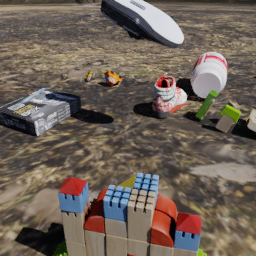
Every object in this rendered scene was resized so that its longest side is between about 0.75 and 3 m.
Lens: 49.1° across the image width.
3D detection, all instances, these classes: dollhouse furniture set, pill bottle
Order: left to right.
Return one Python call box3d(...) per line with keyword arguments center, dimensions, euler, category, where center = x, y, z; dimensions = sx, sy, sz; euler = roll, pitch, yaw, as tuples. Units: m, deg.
box3d(center=(3.440, -2.236, 11.900), dimensions=(1.438, 1.438, 2.562), euler=(9, 31, 16), category="pill bottle")
box3d(center=(3.664, -0.209, 9.420), dimensions=(2.578, 0.995, 1.289), euler=(31, 31, 13), category="dollhouse furniture set")

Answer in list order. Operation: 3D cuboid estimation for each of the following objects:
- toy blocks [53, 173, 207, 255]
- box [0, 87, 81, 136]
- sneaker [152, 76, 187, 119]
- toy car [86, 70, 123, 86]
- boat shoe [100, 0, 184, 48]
box3d(center=(0.066, 1.612, 4.631), dimensions=(2.832, 1.936, 1.415), euler=(7, 30, 11), category="toy blocks")
box3d(center=(-3.117, -0.679, 10.013), dimensions=(1.850, 0.584, 2.345), euler=(16, 33, 25), category="box")
box3d(center=(1.673, -1.399, 10.562), dimensions=(0.812, 1.304, 2.433), euler=(17, 34, 27), category="sneaker")
box3d(center=(-1.148, -2.218, 13.090), dimensions=(1.794, 0.880, 0.597), euler=(3, 70, 39), category="toy car")
box3d(center=(0.331, -2.914, 7.866), dimensions=(2.584, 0.876, 0.927), euler=(32, 53, 2), category="boat shoe")
